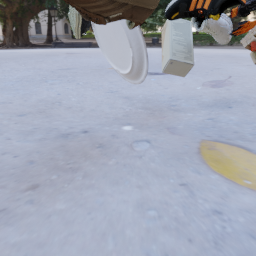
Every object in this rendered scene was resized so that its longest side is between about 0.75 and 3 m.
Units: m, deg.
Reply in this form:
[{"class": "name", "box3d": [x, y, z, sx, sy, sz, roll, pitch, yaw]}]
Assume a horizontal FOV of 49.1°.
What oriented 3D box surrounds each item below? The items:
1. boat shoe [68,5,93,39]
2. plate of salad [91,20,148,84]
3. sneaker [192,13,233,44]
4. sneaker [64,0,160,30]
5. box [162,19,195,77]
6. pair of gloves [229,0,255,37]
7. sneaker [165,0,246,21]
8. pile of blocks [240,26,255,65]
[{"class": "boat shoe", "box3d": [-1.475, -3.558, 9.116, 0.781, 0.936, 2.509, -19, 6, -12]}, {"class": "plate of salad", "box3d": [-0.162, -1.953, 5.923, 0.523, 2.176, 2.176, -31, 30, -19]}, {"class": "sneaker", "box3d": [2.352, -3.082, 8.270, 2.025, 1.006, 0.789, 39, -19, -32]}, {"class": "sneaker", "box3d": [-0.503, -1.829, 3.994, 2.133, 0.806, 0.751, -1, 59, -35]}, {"class": "box", "box3d": [1.599, -2.653, 9.134, 0.875, 1.843, 0.716, 11, -27, -11]}, {"class": "pair of gloves", "box3d": [3.209, -3.024, 7.726, 0.883, 0.992, 0.123, -24, 49, 0]}, {"class": "sneaker", "box3d": [1.742, -2.778, 6.412, 1.835, 0.826, 0.642, -18, -6, 25]}, {"class": "pile of blocks", "box3d": [3.084, -1.547, 6.207, 0.647, 1.576, 0.490, -26, 47, 28]}]
